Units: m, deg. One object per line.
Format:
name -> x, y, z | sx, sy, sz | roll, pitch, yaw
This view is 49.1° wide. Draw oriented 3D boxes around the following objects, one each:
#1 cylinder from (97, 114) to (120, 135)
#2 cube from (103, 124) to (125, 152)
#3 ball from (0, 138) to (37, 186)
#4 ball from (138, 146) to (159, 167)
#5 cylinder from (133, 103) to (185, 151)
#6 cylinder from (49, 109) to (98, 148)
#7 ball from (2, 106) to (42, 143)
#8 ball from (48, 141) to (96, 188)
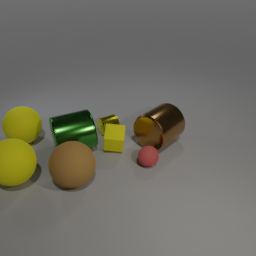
cylinder -> -0.790, -0.130, 11.185 | 0.700, 0.700, 0.700 | -18, 35, -28
cube -> -0.483, 0.351, 9.955 | 0.700, 0.700, 0.700 | 6, 49, -1
ball -> -3.447, 1.010, 8.318 | 1.400, 1.400, 1.400 | 0, 30, 0
ball -> 0.678, 0.942, 9.340 | 0.700, 0.700, 0.700 | 0, 30, 0
cylinder -> 1.160, -0.051, 10.345 | 1.400, 1.400, 1.400 | 24, 38, 35
cylinder -> -1.945, 0.162, 9.946 | 1.400, 1.400, 1.400 | -15, 33, -18
ball -> -3.918, -0.102, 10.416 | 1.400, 1.400, 1.400 | 0, 30, 0
ball -> -1.672, 1.092, 8.415 | 1.400, 1.400, 1.400 | 0, 30, 0
